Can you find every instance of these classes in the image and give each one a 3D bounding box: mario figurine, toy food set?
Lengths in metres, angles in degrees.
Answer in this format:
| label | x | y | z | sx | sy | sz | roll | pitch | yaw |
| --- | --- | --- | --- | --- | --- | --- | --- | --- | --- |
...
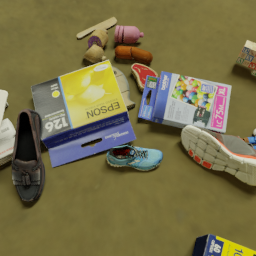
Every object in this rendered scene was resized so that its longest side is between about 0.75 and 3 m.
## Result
| label | x | y | z | sx | sy | sz | roll | pitch | yaw |
| --- | --- | --- | --- | --- | --- | --- | --- | --- | --- |
| mario figurine | 3.451 | 0.400 | 6.774 | 1.248 | 0.661 | 0.770 | -11 | 101 | 6 |
| toy food set | -0.189 | -2.049 | 7.811 | 1.885 | 0.467 | 2.966 | -30 | 69 | -13 |

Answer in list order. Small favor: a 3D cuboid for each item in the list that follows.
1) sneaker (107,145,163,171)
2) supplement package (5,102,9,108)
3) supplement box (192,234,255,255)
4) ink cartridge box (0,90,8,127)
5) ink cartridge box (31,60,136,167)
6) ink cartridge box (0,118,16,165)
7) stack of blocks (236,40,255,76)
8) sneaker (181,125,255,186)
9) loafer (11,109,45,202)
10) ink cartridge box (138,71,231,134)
| label | x | y | z | sx | sy | sz | roll | pitch | yaw |
| --- | --- | --- | --- | --- | --- | --- | --- | --- | --- |
| sneaker | 0.158 | 0.666 | 6.488 | 1.333 | 0.600 | 0.522 | -1 | 65 | 0 |
| supplement package | -3.689 | -0.941 | 7.201 | 0.641 | 0.649 | 1.070 | -33 | 69 | -14 |
| supplement box | 2.174 | 2.868 | 5.219 | 1.921 | 1.052 | 1.045 | 19 | 67 | 8 |
| ink cartridge box | -3.698 | -0.311 | 6.239 | 2.338 | 0.789 | 1.362 | 11 | 86 | 8 |
| ink cartridge box | -1.159 | -0.417 | 6.970 | 2.174 | 0.517 | 2.199 | -19 | 65 | -3 |
| ink cartridge box | -2.995 | 0.335 | 6.754 | 0.669 | 0.386 | 0.916 | -27 | 69 | -13 |
| stack of blocks | 3.582 | -1.757 | 7.507 | 1.229 | 0.708 | 0.360 | 26 | 53 | 10 |
| sneaker | 2.303 | 0.520 | 6.607 | 2.179 | 0.840 | 0.892 | 31 | 43 | 12 |
| loafer | -2.270 | 0.597 | 6.197 | 0.753 | 0.660 | 2.095 | -1 | 84 | -4 |
| ink cartridge box | 1.421 | -0.652 | 7.052 | 2.151 | 0.451 | 1.283 | 12 | 75 | 4 |
